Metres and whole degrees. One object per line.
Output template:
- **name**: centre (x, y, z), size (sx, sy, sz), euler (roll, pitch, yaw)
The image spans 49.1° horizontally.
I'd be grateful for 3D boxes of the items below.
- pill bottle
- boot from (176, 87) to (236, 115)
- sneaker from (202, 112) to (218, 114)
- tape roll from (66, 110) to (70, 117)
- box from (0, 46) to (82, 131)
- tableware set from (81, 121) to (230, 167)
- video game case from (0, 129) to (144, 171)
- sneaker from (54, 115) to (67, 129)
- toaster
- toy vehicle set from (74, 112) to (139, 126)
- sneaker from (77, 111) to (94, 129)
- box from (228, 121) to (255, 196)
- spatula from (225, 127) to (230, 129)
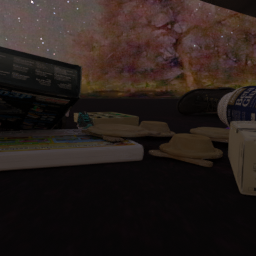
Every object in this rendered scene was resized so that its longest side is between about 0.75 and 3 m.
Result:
- **pill bottle**: centre (2.658, -0.320, 5.711), size (1.092, 1.092, 1.965), euler (-1, 8, -10)
- **boot**: centre (3.548, -0.893, 10.831), size (2.972, 1.029, 2.587), euler (-14, 19, 1)
- **sneaker**: centre (4.496, -1.039, 12.758), size (2.799, 0.999, 1.119), euler (-8, -23, 11)
- **tape roll**: centre (-2.869, -0.747, 11.071), size (1.101, 0.385, 1.101), euler (14, 1, 0)
- **box**: centre (-2.484, -0.599, 4.832), size (2.800, 0.644, 2.226), euler (8, -22, -27)
- **tableware set**: centre (0.783, 0.160, 5.117), size (2.389, 0.332, 2.860), euler (9, 9, 33)
- **video game case**: centre (-1.172, 0.274, 4.559), size (2.268, 0.260, 2.064), euler (-1, 7, -19)
- **sneaker**: centre (-2.107, -0.213, 7.282), size (0.844, 0.564, 1.474), euler (-6, 6, -31)
- **toaster**: centre (2.174, -3.064, 4.717), size (1.999, 1.808, 1.186), euler (11, -10, -10)
- **toy vehicle set**: centre (-0.750, -0.269, 8.680), size (1.357, 0.290, 2.184), euler (-3, 8, -24)
- **sneaker**: centre (-1.165, -0.204, 7.435), size (0.400, 0.471, 1.032), euler (-3, 9, -24)
- **box**: centre (1.582, 0.271, 3.283), size (0.684, 0.569, 1.664), euler (2, 7, 14)
- **spatula**: centre (3.121, 0.036, 6.173), size (0.716, 0.260, 2.535), euler (-25, 17, -13)
